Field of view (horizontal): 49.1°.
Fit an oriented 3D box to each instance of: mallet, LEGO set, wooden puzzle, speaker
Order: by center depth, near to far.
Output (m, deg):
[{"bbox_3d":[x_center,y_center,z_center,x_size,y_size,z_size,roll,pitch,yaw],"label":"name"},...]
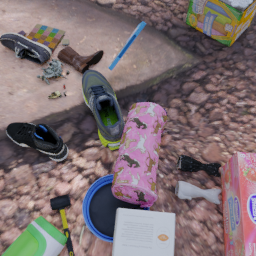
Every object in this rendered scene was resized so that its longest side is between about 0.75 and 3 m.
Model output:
[{"bbox_3d":[-2.627,3.405,6.665,1.108,1.108,2.505,33,66,17],"label":"speaker"},{"bbox_3d":[-1.605,2.621,7.567,0.563,0.352,1.710,-20,68,-15],"label":"mallet"},{"bbox_3d":[-2.601,-1.868,9.910,1.145,0.500,1.763,-27,64,-15],"label":"LEGO set"},{"bbox_3d":[-3.324,-3.504,11.018,2.153,0.151,1.277,18,63,10],"label":"wooden puzzle"}]

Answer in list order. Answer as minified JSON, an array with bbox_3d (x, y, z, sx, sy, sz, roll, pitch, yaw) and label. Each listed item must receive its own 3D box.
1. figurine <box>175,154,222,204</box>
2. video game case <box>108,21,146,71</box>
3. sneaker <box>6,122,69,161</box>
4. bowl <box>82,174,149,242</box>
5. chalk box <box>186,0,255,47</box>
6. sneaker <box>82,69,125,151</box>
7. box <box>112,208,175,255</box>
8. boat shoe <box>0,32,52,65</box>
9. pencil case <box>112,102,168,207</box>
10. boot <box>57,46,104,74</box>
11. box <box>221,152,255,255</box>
[{"bbox_3d":[2.060,1.501,8.055,1.286,0.567,1.318,10,62,1],"label":"figurine"},{"bbox_3d":[-0.069,-2.677,9.216,0.157,1.265,1.767,36,100,-12],"label":"video game case"},{"bbox_3d":[-2.817,0.131,8.378,2.201,1.231,0.804,23,63,12],"label":"sneaker"},{"bbox_3d":[-0.327,2.198,7.736,1.832,0.360,1.832,0,61,0],"label":"bowl"},{"bbox_3d":[3.418,-4.817,10.880,2.750,1.702,1.711,38,69,20],"label":"chalk box"},{"bbox_3d":[-0.750,-0.826,8.918,1.107,1.213,2.997,-21,63,-11],"label":"sneaker"},{"bbox_3d":[0.300,3.062,6.567,1.354,1.061,2.177,7,73,-2],"label":"box"},{"bbox_3d":[-3.895,-2.910,10.354,2.092,0.760,0.656,20,60,6],"label":"boat shoe"},{"bbox_3d":[0.386,0.662,7.877,1.289,1.233,2.979,11,53,5],"label":"pencil case"},{"bbox_3d":[-1.799,-2.767,10.484,1.395,0.448,1.300,35,65,22],"label":"boot"},{"bbox_3d":[3.339,2.262,7.087,1.539,1.419,2.998,6,61,4],"label":"box"}]
